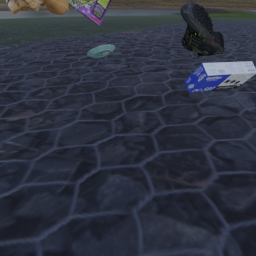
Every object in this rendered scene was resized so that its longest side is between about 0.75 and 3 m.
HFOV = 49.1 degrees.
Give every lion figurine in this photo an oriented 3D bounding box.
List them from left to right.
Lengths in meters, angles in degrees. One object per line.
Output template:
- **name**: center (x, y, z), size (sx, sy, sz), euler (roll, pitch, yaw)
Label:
- **lion figurine**: center (-2.406, -3.740, 7.865), size (1.785, 1.056, 2.914), euler (34, 25, 15)

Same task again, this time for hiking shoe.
- **hiking shoe**: center (2.078, -2.840, 8.645), size (1.160, 0.873, 2.305), euler (-13, -30, 38)

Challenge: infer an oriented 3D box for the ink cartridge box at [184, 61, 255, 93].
- **ink cartridge box**: center (2.687, -1.476, 8.094), size (1.937, 0.911, 0.428), euler (-8, 70, -27)

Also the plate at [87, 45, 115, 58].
- **plate**: center (-0.824, -2.361, 8.741), size (0.911, 0.116, 0.911), euler (-16, -3, -1)

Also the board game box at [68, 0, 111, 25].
- **board game box**: center (-1.486, -4.850, 10.444), size (0.327, 1.215, 2.025), euler (27, 6, 32)
